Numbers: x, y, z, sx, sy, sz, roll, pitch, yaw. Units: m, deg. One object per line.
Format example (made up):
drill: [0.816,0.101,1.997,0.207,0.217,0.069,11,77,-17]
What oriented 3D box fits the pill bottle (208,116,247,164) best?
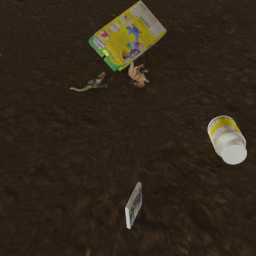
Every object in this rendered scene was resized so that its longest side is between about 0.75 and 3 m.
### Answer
pill bottle: [2.669,0.316,7.516,0.798,0.798,1.415,3,29,2]

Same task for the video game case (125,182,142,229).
video game case: [0.147,1.784,6.451,0.097,0.828,0.753,15,44,19]

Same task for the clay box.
clay box: [-0.040,-3.287,10.279,2.661,0.633,1.529,-42,92,-16]

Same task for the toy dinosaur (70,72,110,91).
toy dinosaur: [-1.099,-1.482,9.449,0.757,0.408,1.718,10,28,28]

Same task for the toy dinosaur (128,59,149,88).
toy dinosaur: [0.271,-1.737,9.370,0.729,1.076,0.462,-23,31,39]
